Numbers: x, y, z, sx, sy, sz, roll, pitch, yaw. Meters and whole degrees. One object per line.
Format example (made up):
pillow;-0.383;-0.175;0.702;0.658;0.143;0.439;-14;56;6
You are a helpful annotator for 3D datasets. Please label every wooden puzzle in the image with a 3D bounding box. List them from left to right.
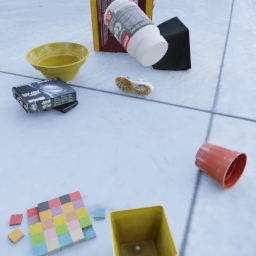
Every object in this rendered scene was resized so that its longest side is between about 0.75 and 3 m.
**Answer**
wooden puzzle;-1.508;2.056;6.112;2.126;0.149;1.261;-15;41;-19

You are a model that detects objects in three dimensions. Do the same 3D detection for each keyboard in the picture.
keyboard;-2.754;-0.929;9.840;1.837;0.236;1.103;21;37;26

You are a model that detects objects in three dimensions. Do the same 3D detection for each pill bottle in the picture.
pill bottle;0.250;-3.108;9.123;1.213;1.213;2.131;-24;67;-27

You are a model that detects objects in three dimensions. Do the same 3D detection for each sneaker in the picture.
sneaker;0.251;-1.608;10.530;1.493;0.565;0.655;21;30;16

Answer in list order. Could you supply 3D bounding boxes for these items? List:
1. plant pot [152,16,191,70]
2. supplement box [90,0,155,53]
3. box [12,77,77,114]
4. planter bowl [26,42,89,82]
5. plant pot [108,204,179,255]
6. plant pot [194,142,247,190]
plant pot;1.634;-3.472;11.956;1.577;1.773;1.778;-13;39;1
supplement box;-0.169;-5.157;13.134;2.753;2.716;1.828;5;39;6
box;-2.869;-1.165;9.635;1.758;0.383;1.409;-20;41;-32
planter bowl;-2.725;-2.521;11.197;2.433;1.014;2.433;0;38;0
plant pot;0.236;2.222;5.262;1.078;0.951;1.078;-6;39;-7
plant pot;2.283;0.865;7.049;0.997;0.997;0.970;-27;38;-30
